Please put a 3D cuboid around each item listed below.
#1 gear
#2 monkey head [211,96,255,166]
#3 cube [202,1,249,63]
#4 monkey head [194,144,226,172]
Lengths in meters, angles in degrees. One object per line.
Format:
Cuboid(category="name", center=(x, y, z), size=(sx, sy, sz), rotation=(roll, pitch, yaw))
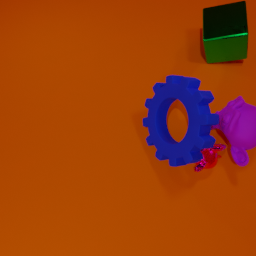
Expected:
Cuboid(category="gear", center=(1.125, -0.164, 6.493), size=(0.379, 2.050, 2.050), rotation=(-3, 57, -35))
Cuboid(category="monkey head", center=(2.641, -0.022, 6.932), size=(1.167, 1.394, 1.937), rotation=(43, 55, -18))
Cuboid(category="cube", center=(2.831, -2.745, 8.163), size=(1.166, 1.166, 1.166), rotation=(-3, 68, 20))
Cuboid(category="monkey head", center=(1.971, 0.667, 6.660), size=(1.074, 0.773, 0.647), rotation=(-19, 100, -41))
